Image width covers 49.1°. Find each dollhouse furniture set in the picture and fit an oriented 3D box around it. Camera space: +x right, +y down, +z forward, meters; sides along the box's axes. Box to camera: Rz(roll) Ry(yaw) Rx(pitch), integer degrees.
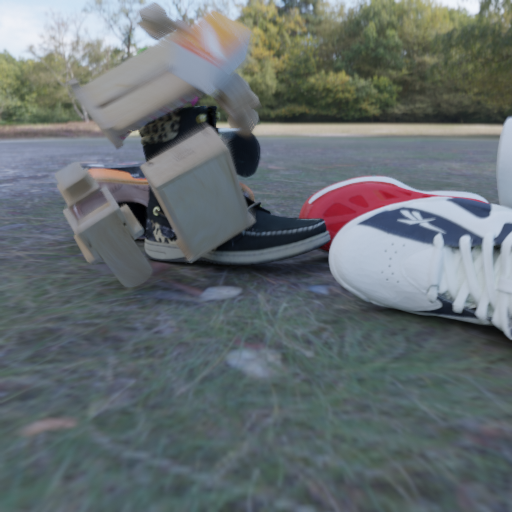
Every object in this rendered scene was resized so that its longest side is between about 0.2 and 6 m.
[{"bbox_3d":[-1.543,-1.536,7.648,2.767,1.584,3.245,-33,56,-10],"label":"dollhouse furniture set"}]

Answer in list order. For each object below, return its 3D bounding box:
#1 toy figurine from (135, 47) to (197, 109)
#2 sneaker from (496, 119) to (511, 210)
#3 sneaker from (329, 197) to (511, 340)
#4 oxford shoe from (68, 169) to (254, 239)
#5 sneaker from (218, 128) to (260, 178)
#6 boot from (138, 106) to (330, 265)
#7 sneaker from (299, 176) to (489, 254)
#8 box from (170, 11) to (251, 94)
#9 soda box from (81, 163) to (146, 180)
[{"bbox_3d":[-1.362,-2.437,8.357,0.951,1.034,0.776,22,15,6],"label":"toy figurine"},{"bbox_3d":[3.765,-0.426,6.349,1.701,1.061,2.884,8,-23,32],"label":"sneaker"},{"bbox_3d":[2.354,0.219,5.230,3.408,1.360,2.218,13,8,10],"label":"sneaker"},{"bbox_3d":[-1.591,-0.756,10.043,3.418,1.219,1.246,-3,38,-18],"label":"oxford shoe"},{"bbox_3d":[-0.821,-1.920,9.999,1.024,0.857,2.313,14,8,34],"label":"sneaker"},{"bbox_3d":[-0.470,-1.049,8.042,2.969,2.242,1.072,0,12,27],"label":"boot"},{"bbox_3d":[2.401,-0.428,8.026,3.326,1.303,1.922,-4,14,-12],"label":"sneaker"},{"bbox_3d":[-0.538,-2.444,6.701,0.557,0.437,0.896,29,55,6],"label":"box"},{"bbox_3d":[-3.328,-1.998,14.842,2.653,0.840,0.939,-6,16,-25],"label":"soda box"}]
